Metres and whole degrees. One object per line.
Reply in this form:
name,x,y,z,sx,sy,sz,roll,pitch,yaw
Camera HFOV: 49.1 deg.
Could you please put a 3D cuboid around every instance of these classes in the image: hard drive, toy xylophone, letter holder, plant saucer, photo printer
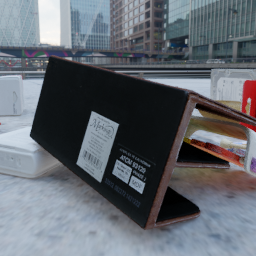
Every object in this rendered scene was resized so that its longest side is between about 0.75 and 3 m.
hard drive,4.285,-1.470,11.171,0.484,1.788,2.559,-7,15,-23
toy xylophone,1.657,0.332,5.020,1.853,0.636,2.530,23,-2,-22
letter holder,0.149,0.022,4.318,2.041,1.444,2.871,9,11,-44
plant saucer,3.554,-0.443,9.160,2.742,0.485,2.742,3,16,-1
photo printer,-1.808,0.377,5.438,1.362,0.569,1.638,7,14,19

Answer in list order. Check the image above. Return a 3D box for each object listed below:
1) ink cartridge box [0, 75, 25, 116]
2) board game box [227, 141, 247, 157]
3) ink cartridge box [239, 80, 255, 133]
ink cartridge box,-4.725,-1.362,11.364,0.845,1.472,2.027,-4,13,-16
board game box,2.707,0.479,5.923,0.892,0.184,0.890,-4,13,-18
ink cartridge box,4.254,-0.537,7.387,2.655,1.542,0.893,-6,13,-25
